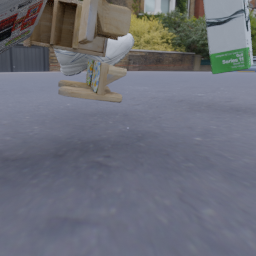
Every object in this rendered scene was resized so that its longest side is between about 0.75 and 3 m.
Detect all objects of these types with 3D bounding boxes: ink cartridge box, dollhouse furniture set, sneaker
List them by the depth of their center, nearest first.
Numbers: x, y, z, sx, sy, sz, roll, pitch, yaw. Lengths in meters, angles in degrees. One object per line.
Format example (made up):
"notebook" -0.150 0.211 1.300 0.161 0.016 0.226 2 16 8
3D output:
"ink cartridge box" -2.690 -1.864 4.628 2.506 1.051 2.200 -43 11 -30
"dollhouse furniture set" -1.140 -2.172 5.614 1.933 2.728 2.970 6 13 -16
"sneaker" -1.097 -2.386 8.436 2.616 1.139 0.975 -12 42 17
"ink cartridge box" 3.480 -3.450 9.593 1.203 2.897 2.123 -4 14 29
